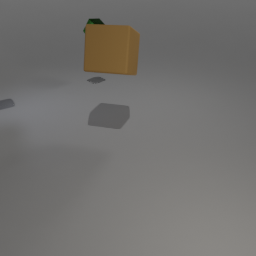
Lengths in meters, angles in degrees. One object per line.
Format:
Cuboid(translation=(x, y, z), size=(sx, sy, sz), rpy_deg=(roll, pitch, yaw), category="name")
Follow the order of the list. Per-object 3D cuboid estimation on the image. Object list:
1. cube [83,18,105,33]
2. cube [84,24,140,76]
Cuboid(translation=(-1.464, -4.449, 12.686), size=(0.700, 0.700, 0.700), rpy_deg=(49, 41, 12), category="cube")
Cuboid(translation=(-0.484, -2.444, 8.946), size=(1.400, 1.400, 1.400), rpy_deg=(7, 11, 13), category="cube")
